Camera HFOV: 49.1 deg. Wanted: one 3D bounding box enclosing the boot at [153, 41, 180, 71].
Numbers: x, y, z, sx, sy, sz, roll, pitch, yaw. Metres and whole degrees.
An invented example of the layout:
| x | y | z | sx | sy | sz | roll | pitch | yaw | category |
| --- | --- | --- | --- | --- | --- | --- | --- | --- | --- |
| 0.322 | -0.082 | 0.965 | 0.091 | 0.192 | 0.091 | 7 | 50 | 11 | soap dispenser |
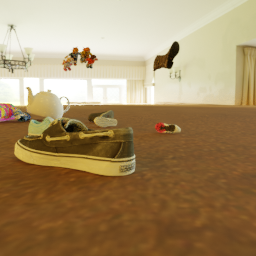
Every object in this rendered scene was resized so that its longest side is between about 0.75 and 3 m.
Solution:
| x | y | z | sx | sy | sz | roll | pitch | yaw | category |
| --- | --- | --- | --- | --- | --- | --- | --- | --- | --- |
| 1.890 | -3.721 | 14.531 | 0.558 | 1.613 | 1.404 | 22 | 1 | -31 | boot |

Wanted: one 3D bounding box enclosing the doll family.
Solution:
| x | y | z | sx | sy | sz | roll | pitch | yaw | category |
| --- | --- | --- | --- | --- | --- | --- | --- | --- | --- |
| -1.907 | -2.760 | 10.816 | 1.502 | 0.677 | 0.932 | -14 | -16 | -26 | doll family |

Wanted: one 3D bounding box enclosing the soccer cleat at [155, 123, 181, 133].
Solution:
| x | y | z | sx | sy | sz | roll | pitch | yaw | category |
| --- | --- | --- | --- | --- | --- | --- | --- | --- | --- |
| 1.377 | 0.041 | 9.682 | 0.437 | 0.354 | 1.013 | 19 | -6 | -36 | soccer cleat |

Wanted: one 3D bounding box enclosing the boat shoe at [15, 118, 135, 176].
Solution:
| x | y | z | sx | sy | sz | roll | pitch | yaw | category |
| --- | --- | --- | --- | --- | --- | --- | --- | --- | --- |
| -1.036 | 0.239 | 5.129 | 2.653 | 0.844 | 0.938 | 3 | 7 | 29 | boat shoe |

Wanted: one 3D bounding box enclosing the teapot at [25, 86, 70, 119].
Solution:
| x | y | z | sx | sy | sz | roll | pitch | yaw | category |
| --- | --- | --- | --- | --- | --- | --- | --- | --- | --- |
| -4.308 | -1.326 | 14.985 | 2.026 | 1.499 | 2.052 | 14 | -1 | -1 | teapot |

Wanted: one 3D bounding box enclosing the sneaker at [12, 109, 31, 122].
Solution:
| x | y | z | sx | sy | sz | roll | pitch | yaw | category |
| --- | --- | --- | --- | --- | --- | --- | --- | --- | --- |
| -5.373 | -0.530 | 14.235 | 0.493 | 0.548 | 1.333 | -27 | -15 | 6 | sneaker |

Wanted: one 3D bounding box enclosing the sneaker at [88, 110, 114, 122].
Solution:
| x | y | z | sx | sy | sz | roll | pitch | yaw | category |
| --- | --- | --- | --- | --- | --- | --- | --- | --- | --- |
| -1.321 | -0.606 | 14.057 | 0.828 | 0.583 | 1.558 | 5 | 9 | 22 | sneaker |

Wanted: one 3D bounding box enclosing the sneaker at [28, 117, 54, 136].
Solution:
| x | y | z | sx | sy | sz | roll | pitch | yaw | category |
| --- | --- | --- | --- | --- | --- | --- | --- | --- | --- |
| -2.214 | 0.006 | 8.174 | 1.606 | 0.658 | 0.593 | 1 | 7 | 12 | sneaker |

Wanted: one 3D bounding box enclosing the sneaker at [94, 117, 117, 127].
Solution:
| x | y | z | sx | sy | sz | roll | pitch | yaw | category |
| --- | --- | --- | --- | --- | --- | --- | --- | --- | --- |
| -1.104 | -0.250 | 11.868 | 0.676 | 0.431 | 1.170 | 4 | -2 | 44 | sneaker |

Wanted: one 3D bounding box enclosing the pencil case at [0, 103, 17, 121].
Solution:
| x | y | z | sx | sy | sz | roll | pitch | yaw | category |
| --- | --- | --- | --- | --- | --- | --- | --- | --- | --- |
| -6.285 | -0.726 | 13.749 | 1.032 | 1.032 | 2.335 | 0 | 8 | -1 | pencil case |
